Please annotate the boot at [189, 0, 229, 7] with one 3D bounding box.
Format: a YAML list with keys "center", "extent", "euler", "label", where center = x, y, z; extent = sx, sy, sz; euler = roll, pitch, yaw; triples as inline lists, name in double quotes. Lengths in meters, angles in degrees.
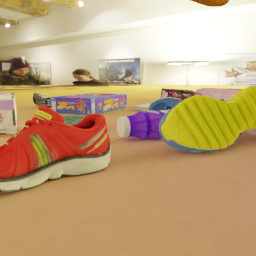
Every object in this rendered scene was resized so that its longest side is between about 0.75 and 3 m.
- center: [2.292, -4.543, 9.510]
  extent: [2.007, 0.706, 1.437]
  euler: [29, 37, 27]
  label: "boot"

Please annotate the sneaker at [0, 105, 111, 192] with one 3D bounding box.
- center: [-1.338, 0.202, 4.006]
  extent: [2.443, 1.037, 0.941]
  euler: [-9, 14, -40]
  label: "sneaker"

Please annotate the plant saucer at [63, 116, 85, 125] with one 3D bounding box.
- center: [-1.698, -0.060, 7.481]
  extent: [2.180, 0.299, 2.180]
  euler: [1, 10, 0]
  label: "plant saucer"

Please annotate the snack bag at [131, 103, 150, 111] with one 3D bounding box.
- center: [1.670, -0.909, 12.118]
  extent: [2.174, 0.247, 2.305]
  euler: [9, 14, 41]
  label: "snack bag"

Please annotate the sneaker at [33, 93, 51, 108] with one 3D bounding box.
- center: [-3.785, -1.294, 13.520]
  extent: [1.674, 0.628, 0.967]
  euler: [21, 16, 35]
  label: "sneaker"

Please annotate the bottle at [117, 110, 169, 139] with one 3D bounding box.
- center: [0.741, -0.100, 6.668]
  extent: [2.009, 0.656, 0.839]
  euler: [-4, 11, -23]
  label: "bottle"

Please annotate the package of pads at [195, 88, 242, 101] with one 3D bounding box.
- center: [4.228, -1.230, 11.978]
  extent: [1.494, 0.938, 2.480]
  euler: [-10, 14, -34]
  label: "package of pads"

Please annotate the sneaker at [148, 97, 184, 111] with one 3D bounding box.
- center: [1.646, -0.538, 8.562]
  extent: [2.139, 0.821, 1.190]
  euler: [8, 3, 7]
  label: "sneaker"

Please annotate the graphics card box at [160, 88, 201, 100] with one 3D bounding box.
- center: [2.262, -1.025, 10.836]
  extent: [1.420, 0.576, 2.263]
  euler: [1, 18, -12]
  label: "graphics card box"

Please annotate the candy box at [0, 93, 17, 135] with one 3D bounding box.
- center: [-4.185, -0.413, 7.572]
  extent: [2.183, 0.931, 2.602]
  euler: [-4, 11, -22]
  label: "candy box"

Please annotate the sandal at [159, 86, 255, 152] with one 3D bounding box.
- center: [1.810, -0.088, 6.031]
  extent: [2.920, 1.161, 1.271]
  euler: [-10, -13, -32]
  label: "sandal"

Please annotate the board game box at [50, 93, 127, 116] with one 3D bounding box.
- center: [-1.551, -1.061, 11.835]
  extent: [1.934, 0.644, 2.876]
  euler: [5, 12, 27]
  label: "board game box"

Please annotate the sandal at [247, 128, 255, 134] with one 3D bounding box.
- center: [3.397, -0.356, 6.563]
  extent: [1.092, 0.817, 2.851]
  euler: [-32, 7, 9]
  label: "sandal"
